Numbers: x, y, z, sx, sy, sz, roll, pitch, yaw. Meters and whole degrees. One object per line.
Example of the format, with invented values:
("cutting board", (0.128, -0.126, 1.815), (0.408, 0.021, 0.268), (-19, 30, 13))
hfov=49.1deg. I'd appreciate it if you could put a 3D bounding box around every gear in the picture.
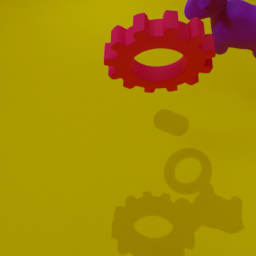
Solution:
("gear", (0.483, -1.106, 4.447), (1.697, 1.697, 0.314), (1, 68, 1))

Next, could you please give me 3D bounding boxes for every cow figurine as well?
("cow figurine", (1.658, -1.767, 4.384), (1.493, 1.469, 0.819), (16, 75, 21))
